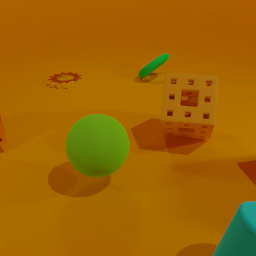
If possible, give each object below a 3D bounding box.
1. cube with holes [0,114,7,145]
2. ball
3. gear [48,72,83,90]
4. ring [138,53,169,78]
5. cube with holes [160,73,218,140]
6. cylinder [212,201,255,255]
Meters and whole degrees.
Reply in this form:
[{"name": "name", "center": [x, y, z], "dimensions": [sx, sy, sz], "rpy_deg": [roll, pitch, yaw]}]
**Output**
[{"name": "cube with holes", "center": [-3.559, -0.075, 6.565], "dimensions": [0.933, 0.933, 0.933], "rpy_deg": [-24, 43, -34]}, {"name": "ball", "center": [-0.598, 0.346, 5.518], "dimensions": [1.247, 1.247, 1.247], "rpy_deg": [0, 30, 0]}, {"name": "gear", "center": [-2.471, -1.884, 11.096], "dimensions": [1.317, 0.244, 1.317], "rpy_deg": [0, 30, 0]}, {"name": "ring", "center": [1.046, -2.540, 11.392], "dimensions": [1.463, 0.293, 1.463], "rpy_deg": [-35, 3, 2]}, {"name": "cube with holes", "center": [1.539, -0.513, 7.103], "dimensions": [1.229, 1.229, 1.229], "rpy_deg": [6, 73, 12]}, {"name": "cylinder", "center": [1.719, 1.720, 3.543], "dimensions": [1.126, 1.126, 1.126], "rpy_deg": [18, 17, -6]}]
